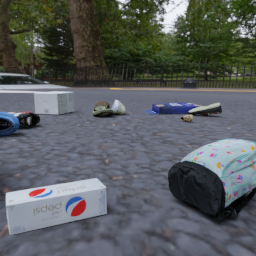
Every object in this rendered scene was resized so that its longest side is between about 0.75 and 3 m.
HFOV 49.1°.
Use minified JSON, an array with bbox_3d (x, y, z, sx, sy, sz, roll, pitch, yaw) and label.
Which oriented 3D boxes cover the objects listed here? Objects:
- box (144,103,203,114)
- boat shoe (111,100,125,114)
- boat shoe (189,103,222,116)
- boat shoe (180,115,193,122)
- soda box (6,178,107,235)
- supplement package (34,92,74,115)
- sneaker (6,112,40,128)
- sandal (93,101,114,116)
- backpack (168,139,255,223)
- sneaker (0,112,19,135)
[{"bbox_3d":[2.207,-0.977,13.973,2.613,0.423,1.583,-3,10,-7],"label":"box"},{"bbox_3d":[-0.481,-0.928,13.517,0.559,0.648,1.801,24,11,-8],"label":"boat shoe"},{"bbox_3d":[3.458,-0.743,12.579,1.494,0.468,0.547,-9,19,36],"label":"boat shoe"},{"bbox_3d":[2.278,-0.361,10.892,0.245,0.271,0.761,-4,-2,-15],"label":"boat shoe"},{"bbox_3d":[-0.862,0.930,3.442,1.161,0.370,0.395,-5,11,-24],"label":"soda box"},{"bbox_3d":[-3.555,-1.232,13.604,1.320,1.015,1.380,4,11,22],"label":"supplement package"},{"bbox_3d":[-3.682,-0.258,9.477,0.775,0.561,1.586,6,10,39],"label":"sneaker"},{"bbox_3d":[-1.237,-0.930,12.968,0.905,0.651,2.280,-3,10,-14],"label":"sandal"},{"bbox_3d":[1.271,0.616,3.817,1.211,0.767,1.011,-16,23,-30],"label":"backpack"},{"bbox_3d":[-4.358,-0.117,8.063,2.295,0.756,0.900,-2,6,-15],"label":"sneaker"}]
